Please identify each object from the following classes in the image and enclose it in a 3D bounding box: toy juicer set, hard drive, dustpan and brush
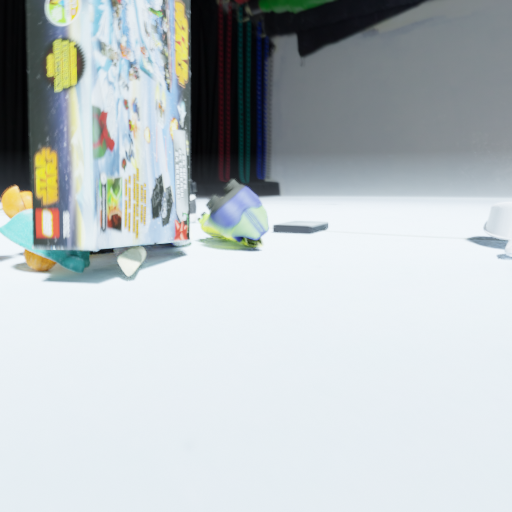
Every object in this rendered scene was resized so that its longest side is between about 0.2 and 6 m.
[{"bbox_3d":[-2.715,-0.163,7.865,3.021,0.822,1.922,25,2,12],"label":"toy juicer set"},{"bbox_3d":[1.104,-0.699,13.685,0.964,0.227,1.382,3,8,24],"label":"hard drive"},{"bbox_3d":[4.950,-0.433,9.832,2.406,0.986,3.447,9,5,37],"label":"dustpan and brush"}]

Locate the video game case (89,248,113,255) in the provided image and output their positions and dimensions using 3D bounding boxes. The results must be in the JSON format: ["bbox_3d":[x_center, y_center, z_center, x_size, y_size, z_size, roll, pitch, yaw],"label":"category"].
[{"bbox_3d":[-3.195,-0.129,9.624,1.195,0.152,1.080,-6,9,-31],"label":"video game case"}]

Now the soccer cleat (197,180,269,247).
[{"bbox_3d":[-0.394,-0.557,10.641,0.966,1.249,2.986,-41,2,-9],"label":"soccer cleat"}]

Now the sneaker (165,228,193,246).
[{"bbox_3d":[-2.380,-0.619,11.039,1.969,1.083,2.689,-21,25,-1],"label":"sneaker"}]

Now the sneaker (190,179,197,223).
[{"bbox_3d":[-3.275,-1.796,16.091,3.153,1.764,1.152,-3,8,-23],"label":"sneaker"}]

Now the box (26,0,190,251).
[{"bbox_3d":[-1.764,-2.328,7.396,0.880,4.413,3.021,1,3,14],"label":"box"}]
